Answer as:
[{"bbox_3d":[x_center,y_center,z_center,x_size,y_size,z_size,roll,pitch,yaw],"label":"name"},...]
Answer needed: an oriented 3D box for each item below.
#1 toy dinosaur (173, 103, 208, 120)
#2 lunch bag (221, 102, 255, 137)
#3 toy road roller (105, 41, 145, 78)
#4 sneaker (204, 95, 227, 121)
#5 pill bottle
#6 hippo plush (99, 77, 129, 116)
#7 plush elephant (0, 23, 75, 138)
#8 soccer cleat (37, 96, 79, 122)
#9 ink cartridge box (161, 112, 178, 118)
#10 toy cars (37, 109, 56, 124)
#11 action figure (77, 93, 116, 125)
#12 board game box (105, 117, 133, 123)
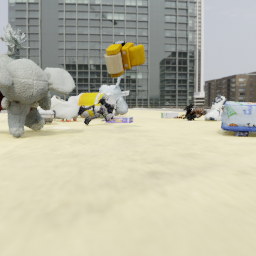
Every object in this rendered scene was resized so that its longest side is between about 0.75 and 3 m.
[{"bbox_3d":[2.871,-0.572,12.793,1.480,0.756,1.004,-32,-16,8],"label":"toy dinosaur"},{"bbox_3d":[3.203,-0.223,6.890,1.682,0.793,2.099,4,5,20],"label":"lunch bag"},{"bbox_3d":[-0.035,-1.856,7.363,0.856,0.721,1.173,1,32,19],"label":"toy road roller"},{"bbox_3d":[4.043,-0.925,12.805,1.813,1.180,0.723,-5,6,-43],"label":"sneaker"},{"bbox_3d":[-2.002,-1.223,15.256,2.421,1.365,1.365,1,5,23],"label":"pill bottle"},{"bbox_3d":[-1.394,-1.408,17.126,2.324,2.303,2.891,-34,11,-25],"label":"hippo plush"},{"bbox_3d":[-2.571,-0.818,6.383,2.322,2.819,2.183,5,19,-38],"label":"plush elephant"},{"bbox_3d":[-3.451,-0.863,12.383,2.909,1.128,1.008,1,5,19],"label":"soccer cleat"},{"bbox_3d":[2.243,-0.686,15.054,0.571,0.330,0.782,-4,6,-38],"label":"ink cartridge box"},{"bbox_3d":[-3.708,-0.444,10.806,2.786,0.617,1.249,7,7,31],"label":"toy cars"},{"bbox_3d":[-0.894,-0.629,9.955,0.871,1.014,1.707,-22,2,44],"label":"action figure"},{"bbox_3d":[-0.344,-0.338,11.497,1.010,0.226,0.679,1,5,13],"label":"board game box"}]
